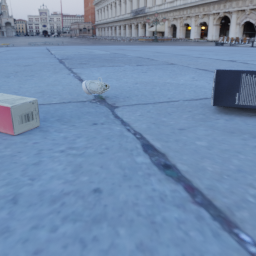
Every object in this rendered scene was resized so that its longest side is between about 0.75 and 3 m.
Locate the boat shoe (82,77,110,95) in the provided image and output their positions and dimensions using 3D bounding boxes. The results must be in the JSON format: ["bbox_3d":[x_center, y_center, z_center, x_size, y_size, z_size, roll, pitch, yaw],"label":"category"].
[{"bbox_3d":[-1.121,-1.619,10.950,0.698,0.605,1.636,-17,-5,22],"label":"boat shoe"}]

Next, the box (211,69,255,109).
[{"bbox_3d":[4.095,-1.320,9.517,2.354,1.228,1.742,6,11,16],"label":"box"}]

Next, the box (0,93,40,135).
[{"bbox_3d":[-3.451,-0.431,8.021,1.542,0.840,0.986,10,21,27],"label":"box"}]
